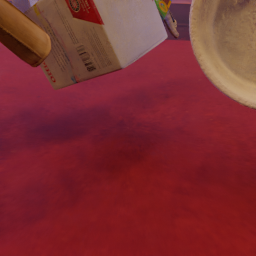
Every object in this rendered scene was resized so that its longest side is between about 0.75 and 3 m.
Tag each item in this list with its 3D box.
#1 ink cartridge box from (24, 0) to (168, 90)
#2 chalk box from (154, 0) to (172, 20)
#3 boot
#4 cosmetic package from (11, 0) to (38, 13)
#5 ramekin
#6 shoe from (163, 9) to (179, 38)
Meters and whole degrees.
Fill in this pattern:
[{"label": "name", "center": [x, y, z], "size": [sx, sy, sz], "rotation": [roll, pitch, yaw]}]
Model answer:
[{"label": "ink cartridge box", "center": [-0.861, -2.247, 6.364], "size": [2.572, 1.869, 1.860], "rotation": [-5, 30, 44]}, {"label": "chalk box", "center": [0.437, -3.823, 8.001], "size": [1.245, 1.251, 2.011], "rotation": [5, 67, 42]}, {"label": "boot", "center": [-2.330, -2.023, 4.325], "size": [0.728, 2.202, 1.929], "rotation": [-42, 42, 17]}, {"label": "cosmetic package", "center": [-2.741, -3.222, 7.609], "size": [0.618, 1.497, 0.379], "rotation": [7, 33, 19]}, {"label": "ramekin", "center": [2.553, -1.786, 4.552], "size": [2.894, 2.894, 1.411], "rotation": [11, 20, 17]}, {"label": "shoe", "center": [1.375, -3.493, 9.135], "size": [0.352, 1.317, 0.461], "rotation": [-26, 40, 22]}]
